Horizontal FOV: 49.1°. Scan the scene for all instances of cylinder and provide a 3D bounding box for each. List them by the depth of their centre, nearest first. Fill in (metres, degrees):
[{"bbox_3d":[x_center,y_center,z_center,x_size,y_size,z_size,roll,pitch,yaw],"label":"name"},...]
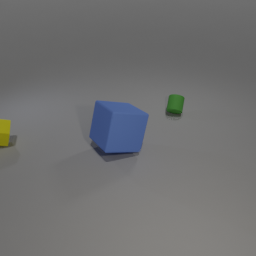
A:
[{"bbox_3d":[2.106,-1.055,12.411,0.700,0.700,0.700,11,-10,2],"label":"cylinder"}]

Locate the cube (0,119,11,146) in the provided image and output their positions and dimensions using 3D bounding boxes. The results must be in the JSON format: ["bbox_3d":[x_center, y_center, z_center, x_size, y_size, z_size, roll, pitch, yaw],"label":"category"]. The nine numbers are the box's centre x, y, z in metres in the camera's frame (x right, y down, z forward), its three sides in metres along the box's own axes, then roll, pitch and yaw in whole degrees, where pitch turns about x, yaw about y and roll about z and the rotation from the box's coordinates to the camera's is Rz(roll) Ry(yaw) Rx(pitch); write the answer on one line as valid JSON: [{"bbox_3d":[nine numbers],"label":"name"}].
[{"bbox_3d":[-4.658,0.155,10.113,0.700,0.700,0.700,6,44,-24],"label":"cube"}]

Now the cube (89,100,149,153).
[{"bbox_3d":[-0.346,-0.061,9.689,1.400,1.400,1.400,2,19,-32],"label":"cube"}]
